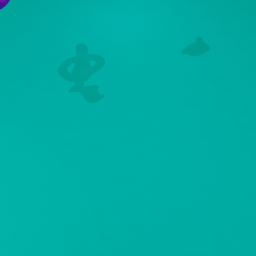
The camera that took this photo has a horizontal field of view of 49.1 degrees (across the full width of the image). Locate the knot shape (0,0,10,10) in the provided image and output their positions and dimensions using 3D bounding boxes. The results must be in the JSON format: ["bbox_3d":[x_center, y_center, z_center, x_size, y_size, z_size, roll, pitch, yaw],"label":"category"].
[{"bbox_3d":[-3.124,-2.914,5.221,1.603,0.740,1.500,53,53,-7],"label":"knot shape"}]
